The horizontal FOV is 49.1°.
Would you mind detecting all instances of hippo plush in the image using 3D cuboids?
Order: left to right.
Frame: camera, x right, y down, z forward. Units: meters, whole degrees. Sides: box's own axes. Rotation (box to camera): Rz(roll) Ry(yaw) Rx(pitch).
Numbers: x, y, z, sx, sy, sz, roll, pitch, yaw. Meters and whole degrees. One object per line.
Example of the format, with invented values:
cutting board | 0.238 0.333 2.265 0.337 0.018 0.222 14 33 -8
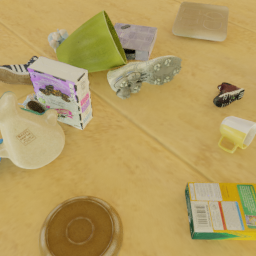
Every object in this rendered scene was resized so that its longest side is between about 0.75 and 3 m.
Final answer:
hippo plush | -2.975 -0.792 8.963 0.771 0.614 0.620 -24 14 35
hippo plush | -2.690 -3.626 11.145 1.189 0.947 0.956 -27 54 -22

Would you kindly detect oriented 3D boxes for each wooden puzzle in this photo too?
wooden puzzle | 3.226 -4.633 12.363 2.245 0.561 2.424 12 54 11

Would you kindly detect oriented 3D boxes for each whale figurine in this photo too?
whale figurine | -2.611 -0.006 7.018 1.814 2.280 1.183 -37 45 -5

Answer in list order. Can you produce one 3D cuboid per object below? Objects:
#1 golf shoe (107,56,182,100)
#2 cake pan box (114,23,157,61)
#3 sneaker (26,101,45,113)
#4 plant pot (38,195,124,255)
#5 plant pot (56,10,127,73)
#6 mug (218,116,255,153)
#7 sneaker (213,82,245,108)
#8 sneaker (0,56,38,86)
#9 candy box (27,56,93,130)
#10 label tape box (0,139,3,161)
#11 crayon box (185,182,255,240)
golf shoe | 0.551 -2.046 9.712 2.727 1.068 1.326 -21 45 -19
cake pan box | 0.134 -3.512 11.341 1.835 0.521 1.992 8 48 10
sneaker | -2.525 -0.168 8.386 0.510 0.547 1.448 -31 76 -36
plant pot | -1.054 2.319 6.246 1.911 0.263 1.911 0 48 0
plant pot | -1.370 -2.745 9.858 2.091 1.957 1.957 -21 48 10
mug | 3.026 0.102 7.923 1.010 0.809 0.829 -31 47 -33
sneaker | 3.127 -1.138 9.265 1.357 0.513 0.784 -17 44 -28
sneaker | -3.787 -2.088 9.926 1.890 0.662 1.025 8 53 -2
candy box | -1.895 -0.975 8.146 1.536 1.832 0.655 19 51 16
label tape box | -3.979 0.831 7.457 1.390 0.440 1.003 -5 48 -4
crayon box | 2.365 1.902 6.454 1.930 0.498 1.214 0 48 1
